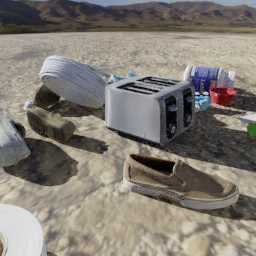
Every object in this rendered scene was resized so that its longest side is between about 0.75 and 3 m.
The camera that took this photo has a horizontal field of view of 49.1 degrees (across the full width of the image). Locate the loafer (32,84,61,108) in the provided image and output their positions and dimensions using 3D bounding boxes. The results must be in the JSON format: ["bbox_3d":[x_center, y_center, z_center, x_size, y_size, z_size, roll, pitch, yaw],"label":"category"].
[{"bbox_3d":[-3.662,-1.661,13.166,0.932,1.051,2.764,-32,18,31],"label":"loafer"}]

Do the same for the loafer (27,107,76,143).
[{"bbox_3d":[-2.729,-0.138,9.910,2.257,0.858,0.761,28,34,29],"label":"loafer"}]

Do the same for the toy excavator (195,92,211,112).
[{"bbox_3d":[3.036,-0.996,12.126,1.265,0.650,1.301,-2,33,-1],"label":"toy excavator"}]

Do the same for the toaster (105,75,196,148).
[{"bbox_3d":[0.753,-0.771,10.148,2.898,1.719,2.620,17,28,34],"label":"toaster"}]

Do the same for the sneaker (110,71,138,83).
[{"bbox_3d":[0.444,-2.250,14.156,2.845,1.166,1.052,-2,25,-4],"label":"sneaker"}]

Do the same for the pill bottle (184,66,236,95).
[{"bbox_3d":[4.098,-2.366,14.126,2.394,1.386,1.386,9,25,20],"label":"pill bottle"}]

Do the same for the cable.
[{"bbox_3d":[-2.183,-1.812,11.643,2.957,1.024,2.958,23,-15,-4],"label":"cable"}]

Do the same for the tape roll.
[{"bbox_3d":[-2.483,2.280,4.321,2.455,0.859,2.455,0,23,0],"label":"tape roll"}]

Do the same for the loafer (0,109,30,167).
[{"bbox_3d":[-3.801,0.200,8.907,1.039,1.041,2.977,-11,34,-25],"label":"loafer"}]

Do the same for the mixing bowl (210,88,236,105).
[{"bbox_3d":[4.353,-1.431,12.983,1.148,0.622,1.148,0,25,0],"label":"mixing bowl"}]

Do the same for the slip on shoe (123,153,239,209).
[{"bbox_3d":[1.238,1.190,6.789,2.801,0.849,1.065,9,25,19],"label":"slip on shoe"}]

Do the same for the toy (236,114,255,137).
[{"bbox_3d":[5.348,-0.068,9.889,2.743,0.648,1.580,-8,27,-23],"label":"toy"}]

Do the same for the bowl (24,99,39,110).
[{"bbox_3d":[-4.285,-1.076,12.515,0.760,0.357,0.760,-1,24,0],"label":"bowl"}]
